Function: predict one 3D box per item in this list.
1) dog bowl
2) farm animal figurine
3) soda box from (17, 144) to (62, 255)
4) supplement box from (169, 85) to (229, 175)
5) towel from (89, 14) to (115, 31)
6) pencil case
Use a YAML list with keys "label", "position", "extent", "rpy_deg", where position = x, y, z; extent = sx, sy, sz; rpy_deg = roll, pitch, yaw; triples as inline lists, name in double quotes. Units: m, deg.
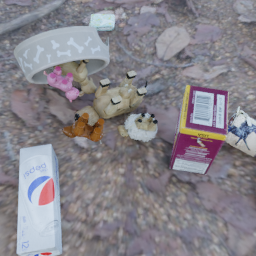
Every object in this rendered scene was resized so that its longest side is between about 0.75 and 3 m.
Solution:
- label: "dog bowl"
  position: [-1.736, -1.929, 7.869]
  extent: [2.667, 2.667, 0.782]
  rpy_deg: [-15, 90, -10]
- label: "farm animal figurine"
  position: [-0.823, -0.785, 7.701]
  extent: [2.838, 1.496, 2.869]
  rpy_deg: [-5, 64, -23]
- label: "soda box"
  position: [-2.021, 1.636, 6.461]
  extent: [0.775, 0.834, 2.442]
  rpy_deg: [-8, 57, -6]
- label: "supplement box"
  position: [1.666, 0.120, 6.774]
  extent: [1.005, 1.948, 1.275]
  rpy_deg: [10, 57, 6]
- label: "towel"
  position: [-0.963, -3.973, 10.478]
  extent: [0.931, 0.224, 0.797]
  rpy_deg: [1, 58, 1]
- label: "pencil case"
  position: [3.609, 0.396, 7.146]
  extent: [2.339, 1.046, 0.910]
  rpy_deg: [29, 61, 17]
